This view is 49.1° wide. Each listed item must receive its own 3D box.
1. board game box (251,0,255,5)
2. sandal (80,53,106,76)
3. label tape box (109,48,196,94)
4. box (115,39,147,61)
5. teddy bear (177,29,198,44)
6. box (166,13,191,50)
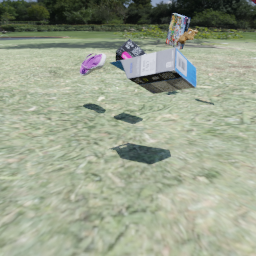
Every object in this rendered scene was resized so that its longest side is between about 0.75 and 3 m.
[{"bbox_3d":[3.485,-3.974,7.981,0.137,0.848,0.509,-41,-10,-5],"label":"board game box"},{"bbox_3d":[-1.248,-2.168,9.172,0.411,0.681,1.674,24,-16,-32],"label":"sandal"},{"bbox_3d":[0.457,-0.983,5.219,1.363,0.431,0.983,-4,-13,34],"label":"label tape box"},{"bbox_3d":[0.163,-1.911,7.825,0.904,0.519,0.598,43,76,6],"label":"box"},{"bbox_3d":[2.273,-3.471,10.659,0.627,0.289,0.864,17,58,34],"label":"teddy bear"},{"bbox_3d":[2.044,-3.990,11.572,0.235,1.247,0.852,-17,41,-36],"label":"box"}]
